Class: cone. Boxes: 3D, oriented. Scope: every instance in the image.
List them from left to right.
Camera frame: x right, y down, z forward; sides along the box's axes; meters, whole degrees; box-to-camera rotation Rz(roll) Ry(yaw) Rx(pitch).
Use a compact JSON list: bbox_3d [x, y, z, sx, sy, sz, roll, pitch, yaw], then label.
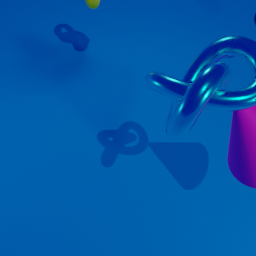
[{"bbox_3d":[1.920,-0.008,4.283,1.395,1.400,1.395,-29,36,24],"label":"cone"}]

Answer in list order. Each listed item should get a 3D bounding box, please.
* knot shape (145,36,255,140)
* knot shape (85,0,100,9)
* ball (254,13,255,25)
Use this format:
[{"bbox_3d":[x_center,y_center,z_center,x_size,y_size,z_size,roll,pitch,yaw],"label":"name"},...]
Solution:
[{"bbox_3d":[0.869,-0.456,3.417,1.588,0.734,1.486,-10,28,37],"label":"knot shape"},{"bbox_3d":[-1.123,-3.908,7.256,0.788,1.597,1.706,-42,47,-16],"label":"knot shape"},{"bbox_3d":[3.928,-3.109,7.869,0.709,0.709,0.709,0,54,0],"label":"ball"}]
